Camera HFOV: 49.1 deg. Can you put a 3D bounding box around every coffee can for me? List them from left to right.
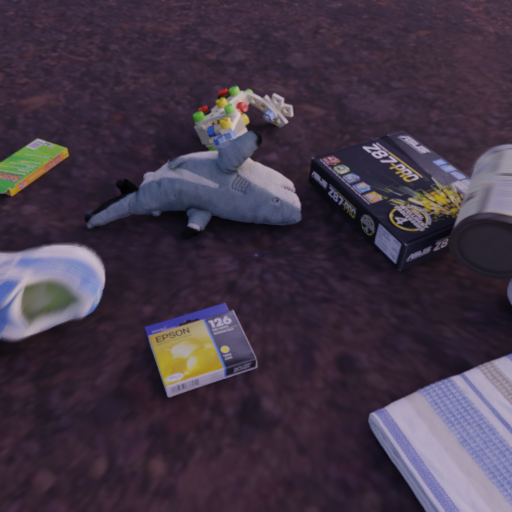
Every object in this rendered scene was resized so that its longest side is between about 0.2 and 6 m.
[{"bbox_3d":[3.366,-0.609,7.592,1.118,1.118,1.527,19,54,19],"label":"coffee can"}]

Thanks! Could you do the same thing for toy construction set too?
[{"bbox_3d":[-0.327,-2.646,10.550,1.397,0.982,2.131,6,30,42],"label":"toy construction set"}]

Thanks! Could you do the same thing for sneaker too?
[{"bbox_3d":[-3.317,0.454,6.817,2.917,1.104,1.124,-10,21,-18],"label":"sneaker"}]

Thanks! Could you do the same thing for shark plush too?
[{"bbox_3d":[-1.009,-0.924,8.724,3.299,1.499,1.374,-7,74,-14],"label":"shark plush"}]

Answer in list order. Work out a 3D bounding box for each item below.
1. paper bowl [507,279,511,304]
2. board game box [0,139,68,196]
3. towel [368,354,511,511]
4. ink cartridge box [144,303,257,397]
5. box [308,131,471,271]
[{"bbox_3d":[3.911,0.550,7.489,1.039,0.541,1.039,0,44,0],"label":"paper bowl"},{"bbox_3d":[-4.163,-1.567,9.972,0.743,0.233,1.555,20,45,21],"label":"board game box"},{"bbox_3d":[2.743,2.051,6.097,2.582,0.307,1.897,-16,44,-19],"label":"towel"},{"bbox_3d":[-0.736,1.099,7.126,1.165,0.277,1.179,-16,48,-16],"label":"ink cartridge box"},{"bbox_3d":[2.359,-1.004,9.082,2.026,0.617,2.514,-18,46,-22],"label":"box"}]
